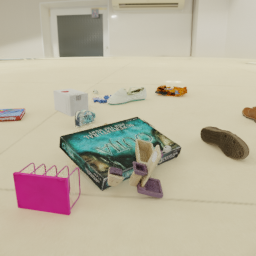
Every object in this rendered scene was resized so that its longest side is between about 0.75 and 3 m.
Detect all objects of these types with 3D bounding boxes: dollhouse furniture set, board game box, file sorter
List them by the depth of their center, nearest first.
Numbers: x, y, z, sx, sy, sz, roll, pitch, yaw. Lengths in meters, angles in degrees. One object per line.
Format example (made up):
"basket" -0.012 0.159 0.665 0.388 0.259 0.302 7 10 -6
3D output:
"file sorter" -1.654 1.217 5.914 1.166 0.810 0.731 4 19 12
"dollhouse furniture set" 0.303 0.461 6.402 1.334 1.195 1.684 16 31 -14
"board game box" -0.144 0.532 7.825 2.895 0.408 1.958 -17 41 -40
"board game box" -5.932 -0.539 12.139 2.639 0.257 1.358 -3 20 -10

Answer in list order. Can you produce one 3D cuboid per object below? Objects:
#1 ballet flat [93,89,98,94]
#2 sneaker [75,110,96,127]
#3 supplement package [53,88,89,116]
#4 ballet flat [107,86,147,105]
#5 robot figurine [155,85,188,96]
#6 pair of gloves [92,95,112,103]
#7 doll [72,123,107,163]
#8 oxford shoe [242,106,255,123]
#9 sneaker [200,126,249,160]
"ballet flat" -2.026 -2.217 17.364 0.277 0.277 0.773 -5 16 -16
"sneaker" -1.710 -0.431 11.344 0.639 0.575 1.482 6 19 8
"supplement package" -2.687 -1.237 13.126 0.979 0.967 1.614 -15 23 -38
"ballet flat" -0.034 -1.833 15.108 2.514 0.873 0.873 -13 22 -33
"robot figurine" 2.576 -2.267 16.931 1.862 0.542 1.350 9 19 25
"pair of gloves" -1.235 -1.617 15.548 1.612 0.184 1.296 -9 20 -28
"doll" -0.965 0.486 8.532 1.506 0.535 2.207 25 27 18
"oxford shoe" 5.485 -0.678 11.924 0.686 0.686 1.924 -3 17 -4
"sneaker" 3.131 0.348 8.694 0.782 0.729 2.071 -6 20 -20
